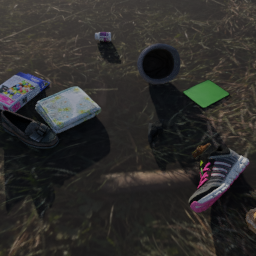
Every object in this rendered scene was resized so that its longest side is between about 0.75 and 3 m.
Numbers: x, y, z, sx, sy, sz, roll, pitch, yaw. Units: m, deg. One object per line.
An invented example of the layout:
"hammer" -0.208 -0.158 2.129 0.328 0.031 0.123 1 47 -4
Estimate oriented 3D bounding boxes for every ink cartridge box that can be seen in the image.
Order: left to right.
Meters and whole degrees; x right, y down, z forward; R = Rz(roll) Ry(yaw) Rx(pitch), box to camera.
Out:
"ink cartridge box" -4.767 -1.688 12.282 1.457 0.512 2.442 23 48 20

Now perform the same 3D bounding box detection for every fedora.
"fedora" 1.298 -2.956 12.959 2.042 1.806 0.922 -14 18 -15

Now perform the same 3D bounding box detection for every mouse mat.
"mouse mat" 3.463 -1.545 12.426 1.711 0.064 1.377 -27 52 -22

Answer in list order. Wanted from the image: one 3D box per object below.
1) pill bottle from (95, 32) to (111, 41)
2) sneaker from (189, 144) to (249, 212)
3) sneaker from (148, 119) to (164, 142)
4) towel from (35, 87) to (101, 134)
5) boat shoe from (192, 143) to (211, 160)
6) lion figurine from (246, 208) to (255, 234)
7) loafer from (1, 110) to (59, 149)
"pill bottle" -1.386 -5.068 15.535 0.852 0.478 0.478 4 46 4
"sneaker" 2.589 1.448 8.728 1.244 1.049 2.844 43 53 19
"sneaker" 1.072 0.099 10.629 0.592 0.341 1.135 1 42 7
"towel" -2.447 -0.780 11.395 2.123 0.511 1.817 -29 55 -25
"boat shoe" 2.410 0.737 9.295 0.314 0.872 0.296 -27 70 -41
"lion figurine" 4.630 2.556 8.026 2.558 0.927 1.567 -18 39 -35
"loafer" -3.735 0.026 10.391 2.486 0.782 0.893 19 49 18
